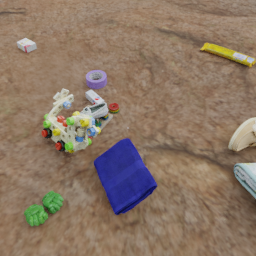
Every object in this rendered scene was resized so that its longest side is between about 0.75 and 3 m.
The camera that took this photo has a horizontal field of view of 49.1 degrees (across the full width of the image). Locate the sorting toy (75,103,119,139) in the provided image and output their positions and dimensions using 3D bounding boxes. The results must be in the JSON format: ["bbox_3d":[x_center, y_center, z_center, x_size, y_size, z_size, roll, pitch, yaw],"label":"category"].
[{"bbox_3d":[-1.464,-0.373,10.883,1.220,0.428,2.531,24,52,21],"label":"sorting toy"}]

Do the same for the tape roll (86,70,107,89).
[{"bbox_3d":[-1.415,-2.185,12.598,0.916,0.389,0.916,0,48,0],"label":"tape roll"}]

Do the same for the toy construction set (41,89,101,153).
[{"bbox_3d":[-2.135,-0.207,9.800,1.271,1.809,2.759,-1,33,-38],"label":"toy construction set"}]

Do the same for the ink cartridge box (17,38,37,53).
[{"bbox_3d":[-5.284,-4.310,14.605,0.825,0.344,0.599,31,54,25],"label":"ink cartridge box"}]

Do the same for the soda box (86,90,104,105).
[{"bbox_3d":[-1.383,-1.209,11.746,0.322,0.301,0.944,-31,54,-26],"label":"soda box"}]

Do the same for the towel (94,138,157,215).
[{"bbox_3d":[-0.119,1.454,8.682,1.527,0.512,2.067,-36,52,6],"label":"towel"}]

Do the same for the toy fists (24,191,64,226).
[{"bbox_3d":[-2.475,2.390,8.324,0.604,0.408,1.185,35,55,28],"label":"toy fists"}]

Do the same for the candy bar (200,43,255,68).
[{"bbox_3d":[5.009,-3.705,14.068,2.772,0.307,0.691,28,57,23],"label":"candy bar"}]

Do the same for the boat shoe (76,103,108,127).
[{"bbox_3d":[-1.486,-0.563,10.405,1.562,0.522,0.575,-27,53,-23],"label":"boat shoe"}]

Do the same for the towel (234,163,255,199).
[{"bbox_3d":[4.538,1.675,8.297,2.043,0.575,2.387,3,17,-1],"label":"towel"}]

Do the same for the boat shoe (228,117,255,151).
[{"bbox_3d":[4.668,0.165,10.016,2.586,0.953,0.895,-29,47,-25],"label":"boat shoe"}]
